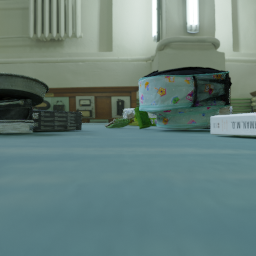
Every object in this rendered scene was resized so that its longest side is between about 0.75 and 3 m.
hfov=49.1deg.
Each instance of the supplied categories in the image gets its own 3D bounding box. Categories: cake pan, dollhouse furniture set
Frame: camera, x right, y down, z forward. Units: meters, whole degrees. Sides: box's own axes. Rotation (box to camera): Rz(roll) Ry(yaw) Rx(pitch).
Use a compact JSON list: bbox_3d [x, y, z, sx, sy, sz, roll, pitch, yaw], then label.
[{"bbox_3d":[-1.936,-0.571,4.596,1.236,0.227,1.236,-4,-11,-1],"label":"cake pan"},{"bbox_3d":[0.051,-0.078,7.582,0.709,0.548,1.419,-10,-12,-39],"label":"dollhouse furniture set"}]

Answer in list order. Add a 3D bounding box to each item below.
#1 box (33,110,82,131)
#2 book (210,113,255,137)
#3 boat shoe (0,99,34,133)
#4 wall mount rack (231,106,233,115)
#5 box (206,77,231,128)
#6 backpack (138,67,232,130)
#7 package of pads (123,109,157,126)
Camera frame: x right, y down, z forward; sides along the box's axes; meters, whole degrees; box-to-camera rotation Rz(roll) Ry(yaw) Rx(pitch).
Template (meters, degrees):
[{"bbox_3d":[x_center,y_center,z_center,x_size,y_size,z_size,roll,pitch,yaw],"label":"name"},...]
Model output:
[{"bbox_3d":[-2.035,-0.157,5.859,1.700,0.423,1.341,0,2,-41],"label":"box"},{"bbox_3d":[2.036,-0.076,3.091,1.254,0.451,1.877,-3,2,-25],"label":"book"},{"bbox_3d":[-2.440,-0.238,4.183,1.948,0.665,0.719,0,1,-18],"label":"boat shoe"},{"bbox_3d":[3.448,-0.545,12.052,2.557,0.953,2.221,1,1,6],"label":"wall mount rack"},{"bbox_3d":[1.938,-0.752,8.424,1.446,1.461,1.761,-3,3,-26],"label":"box"},{"bbox_3d":[1.096,-0.638,6.086,1.780,1.364,1.564,4,5,-12],"label":"backpack"},{"bbox_3d":[1.052,-0.530,13.474,1.926,0.850,2.493,1,1,26],"label":"package of pads"}]
